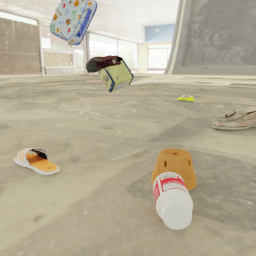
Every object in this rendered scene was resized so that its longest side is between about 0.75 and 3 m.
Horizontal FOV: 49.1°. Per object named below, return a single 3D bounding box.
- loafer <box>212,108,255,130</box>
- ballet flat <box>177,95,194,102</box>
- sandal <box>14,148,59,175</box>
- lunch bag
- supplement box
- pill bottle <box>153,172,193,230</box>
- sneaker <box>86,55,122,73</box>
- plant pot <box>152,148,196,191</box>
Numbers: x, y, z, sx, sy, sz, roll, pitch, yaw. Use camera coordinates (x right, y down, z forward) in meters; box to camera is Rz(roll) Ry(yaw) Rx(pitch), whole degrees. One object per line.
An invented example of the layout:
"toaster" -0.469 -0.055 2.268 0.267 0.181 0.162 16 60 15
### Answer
"loafer" 4.714 -0.467 11.242 2.821 0.887 1.014 -3 14 -11
"ballet flat" 3.752 -1.956 18.240 1.199 0.402 0.401 13 19 42
"sandal" -2.326 0.756 7.196 1.660 0.476 0.636 12 18 39
"lunch bag" -1.221 -2.462 6.327 0.931 1.162 0.439 32 11 29
"supplement box" -0.369 -1.617 8.548 0.761 0.762 0.512 -25 -15 -25
"pill bottle" 0.781 1.254 4.903 0.618 0.618 1.101 0 14 1
"sneaker" -0.478 -1.459 6.170 0.510 0.334 0.883 7 30 45
"plant pot" 1.036 0.883 6.240 1.001 0.701 1.001 1 13 0
